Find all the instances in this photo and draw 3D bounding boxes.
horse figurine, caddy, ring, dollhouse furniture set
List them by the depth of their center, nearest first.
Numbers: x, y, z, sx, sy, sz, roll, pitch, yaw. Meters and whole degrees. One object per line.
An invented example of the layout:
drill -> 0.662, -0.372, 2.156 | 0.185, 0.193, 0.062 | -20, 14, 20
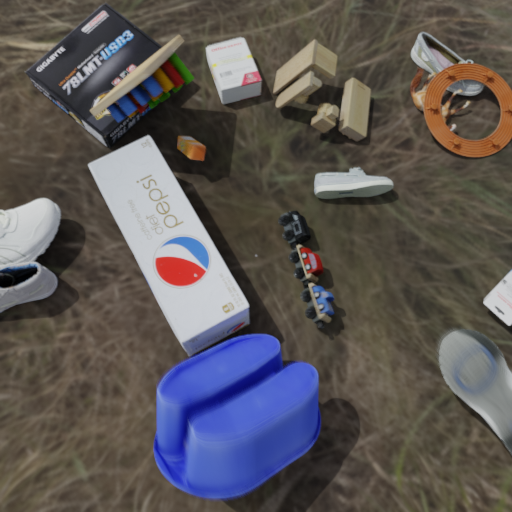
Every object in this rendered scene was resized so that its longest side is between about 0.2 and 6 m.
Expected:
caddy -> -0.270, 2.639, 9.231 | 2.954, 1.551, 2.089 | -21, 37, -32
ring -> 4.805, -3.273, 12.448 | 2.213, 0.212, 2.213 | 1, 83, -6
horse figurine -> 4.055, -3.514, 12.692 | 1.598, 0.399, 1.059 | 45, 91, 8
dollhouse furniture set -> 1.451, -3.490, 12.782 | 1.742, 1.419, 1.657 | 22, 65, -29

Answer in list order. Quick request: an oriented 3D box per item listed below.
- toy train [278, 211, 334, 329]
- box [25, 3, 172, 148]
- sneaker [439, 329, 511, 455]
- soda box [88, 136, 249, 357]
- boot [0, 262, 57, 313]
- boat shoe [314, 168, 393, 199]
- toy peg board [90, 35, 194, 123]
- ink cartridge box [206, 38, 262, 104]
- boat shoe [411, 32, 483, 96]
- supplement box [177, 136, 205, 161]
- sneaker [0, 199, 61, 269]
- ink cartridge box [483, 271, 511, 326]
toy train -> 1.026, 0.199, 11.047 | 0.590, 0.439, 2.575 | -25, 61, 19
box -> -3.387, -4.130, 12.747 | 2.543, 0.636, 2.562 | 41, 76, 9
sneaker -> 4.281, 2.605, 9.880 | 1.112, 1.300, 2.985 | -34, 49, 9
soda box -> -1.695, -0.215, 10.918 | 1.406, 1.314, 4.127 | -28, 71, -11
boot -> -4.993, 0.636, 10.734 | 2.117, 1.012, 0.779 | -21, 70, -8
boat shoe -> 2.052, -1.597, 11.870 | 1.660, 0.579, 0.591 | -4, 72, 2
toy peg board -> -2.178, -3.377, 11.344 | 0.841, 1.720, 1.713 | 49, 41, -24
ink cartridge box -> -0.522, -4.284, 12.966 | 0.956, 0.550, 1.318 | -16, 69, -6
boat shoe -> 4.455, -4.435, 12.991 | 0.710, 0.617, 1.926 | -40, 73, -15
supplement box -> -1.400, -2.314, 11.999 | 0.328, 0.317, 0.954 | -1, 23, -25
sneaker -> -5.357, -0.330, 10.674 | 3.224, 1.602, 1.256 | -33, 46, -14
ink cartridge box -> 4.999, 0.816, 10.997 | 1.175, 0.392, 0.681 | -41, 73, -15
